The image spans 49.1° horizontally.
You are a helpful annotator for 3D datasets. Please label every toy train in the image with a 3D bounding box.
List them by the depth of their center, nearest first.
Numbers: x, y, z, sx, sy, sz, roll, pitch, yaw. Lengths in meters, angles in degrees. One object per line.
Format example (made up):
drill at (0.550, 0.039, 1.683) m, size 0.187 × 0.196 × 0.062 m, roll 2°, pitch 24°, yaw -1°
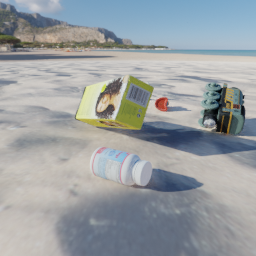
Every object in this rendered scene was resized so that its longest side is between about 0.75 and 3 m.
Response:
toy train at (2.886, -0.650, 8.533) m, size 1.281 × 0.958 × 2.249 m, roll 10°, pitch 36°, yaw 16°

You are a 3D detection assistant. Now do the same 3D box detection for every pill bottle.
pill bottle at (-0.128, 0.725, 5.203) m, size 1.077 × 0.585 × 0.585 m, roll 10°, pitch 19°, yaw 30°

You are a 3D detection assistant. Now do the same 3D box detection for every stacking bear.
stacking bear at (1.401, -0.986, 11.222) m, size 0.525 × 0.561 × 0.923 m, roll 5°, pitch 10°, yaw 16°

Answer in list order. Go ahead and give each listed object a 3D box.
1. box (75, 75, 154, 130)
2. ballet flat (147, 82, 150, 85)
box at (-0.528, -0.618, 7.472) m, size 0.750 × 1.127 × 2.994 m, roll 21°, pitch -9°, yaw -26°
ballet flat at (0.691, -1.723, 12.947) m, size 0.336 × 0.937 × 0.336 m, roll 40°, pitch 7°, yaw -5°
